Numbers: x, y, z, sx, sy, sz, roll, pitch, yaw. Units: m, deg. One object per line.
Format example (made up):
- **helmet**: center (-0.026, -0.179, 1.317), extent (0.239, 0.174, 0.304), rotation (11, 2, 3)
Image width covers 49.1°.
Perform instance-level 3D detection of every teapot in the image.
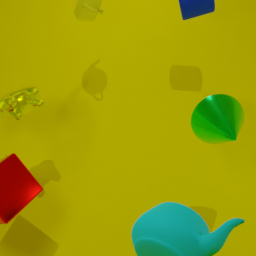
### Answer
- **teapot**: center (-1.053, -3.400, 7.790), extent (0.757, 0.961, 1.545), rotation (19, 26, -21)
- **teapot**: center (0.715, 1.549, 3.991), extent (1.160, 1.865, 0.913), rotation (56, 45, -13)

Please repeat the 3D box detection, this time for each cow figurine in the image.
- **cow figurine**: center (-2.643, -0.569, 6.379), extent (1.264, 0.694, 1.244), rotation (-35, 35, -27)

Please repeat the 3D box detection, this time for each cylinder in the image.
- **cylinder**: center (1.862, -3.536, 7.722), extent (0.883, 0.883, 0.883), rotation (-12, 63, 14)

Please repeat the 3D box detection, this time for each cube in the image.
- **cube**: center (-2.523, 1.235, 5.603), extent (0.964, 0.964, 0.964), rotation (56, 45, -13)

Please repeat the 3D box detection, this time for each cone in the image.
- **cone**: center (1.760, 0.017, 5.059), extent (1.046, 1.046, 1.050), rotation (1, 21, 0)
